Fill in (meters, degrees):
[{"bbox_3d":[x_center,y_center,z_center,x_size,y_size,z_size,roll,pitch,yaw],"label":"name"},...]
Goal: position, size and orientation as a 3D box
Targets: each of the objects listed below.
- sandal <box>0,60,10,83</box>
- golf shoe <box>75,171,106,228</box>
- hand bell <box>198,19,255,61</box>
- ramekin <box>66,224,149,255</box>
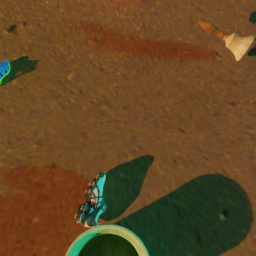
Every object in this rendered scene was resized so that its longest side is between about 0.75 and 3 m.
[{"bbox_3d":[-4.004,-1.743,8.692,0.382,0.419,0.962,15,68,8],"label":"sandal"},{"bbox_3d":[-0.847,1.865,7.349,0.639,0.560,1.451,27,71,-13],"label":"golf shoe"},{"bbox_3d":[2.904,-2.859,8.622,1.666,0.868,0.868,31,72,3],"label":"hand bell"},{"bbox_3d":[-0.451,3.281,6.496,1.974,0.964,1.974,0,69,0],"label":"ramekin"}]
